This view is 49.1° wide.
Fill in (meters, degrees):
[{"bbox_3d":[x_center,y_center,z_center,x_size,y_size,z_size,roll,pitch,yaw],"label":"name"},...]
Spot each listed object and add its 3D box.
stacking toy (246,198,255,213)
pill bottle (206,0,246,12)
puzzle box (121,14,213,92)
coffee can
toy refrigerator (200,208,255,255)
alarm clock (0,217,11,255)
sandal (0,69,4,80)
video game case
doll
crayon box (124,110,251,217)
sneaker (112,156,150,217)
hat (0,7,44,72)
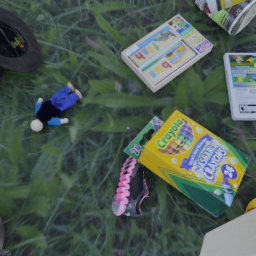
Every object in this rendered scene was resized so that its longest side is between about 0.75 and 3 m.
[{"bbox_3d":[3.367,2.236,6.733,1.609,1.609,2.202,22,53,8],"label":"stacking toy"},{"bbox_3d":[2.630,-3.397,5.894,2.099,1.176,1.176,-16,68,19],"label":"pill bottle"},{"bbox_3d":[1.225,-2.407,8.854,2.475,0.315,1.647,-38,74,-13],"label":"puzzle box"},{"bbox_3d":[3.107,-4.063,8.929,1.335,1.335,1.824,-38,74,-13],"label":"coffee can"},{"bbox_3d":[2.082,2.009,4.620,0.775,2.215,0.841,31,50,1],"label":"toy refrigerator"},{"bbox_3d":[-4.083,2.447,6.733,1.783,0.880,2.644,-38,76,-13],"label":"alarm clock"},{"bbox_3d":[-4.221,-2.044,8.651,0.673,0.404,1.792,11,55,-38],"label":"sandal"},{"bbox_3d":[4.248,-1.283,8.463,2.439,0.268,2.224,0,69,1],"label":"video game case"},{"bbox_3d":[-2.109,-0.535,8.103,1.151,0.409,1.687,42,75,15],"label":"doll"},{"bbox_3d":[1.519,0.682,7.158,2.762,0.712,1.737,34,50,12],"label":"crayon box"},{"bbox_3d":[0.207,1.473,7.316,0.842,0.697,1.764,22,70,-15],"label":"sneaker"},{"bbox_3d":[-3.852,-2.399,8.131,1.080,2.678,2.678,-32,68,27],"label":"hat"}]
